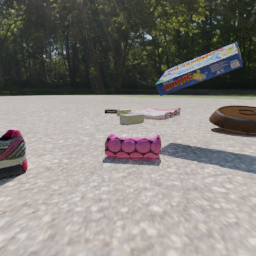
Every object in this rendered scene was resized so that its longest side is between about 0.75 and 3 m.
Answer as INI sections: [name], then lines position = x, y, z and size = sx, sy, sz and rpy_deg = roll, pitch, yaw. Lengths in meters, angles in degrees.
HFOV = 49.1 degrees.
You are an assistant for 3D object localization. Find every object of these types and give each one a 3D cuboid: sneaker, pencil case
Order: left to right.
[sneaker]
position = -2.987, 0.560, 5.086
size = 0.929, 0.861, 2.305
rpy_deg = 7, 12, 38
[pencil case]
position = 0.130, 0.417, 6.927
size = 1.380, 0.626, 0.647
rpy_deg = 3, 43, 8

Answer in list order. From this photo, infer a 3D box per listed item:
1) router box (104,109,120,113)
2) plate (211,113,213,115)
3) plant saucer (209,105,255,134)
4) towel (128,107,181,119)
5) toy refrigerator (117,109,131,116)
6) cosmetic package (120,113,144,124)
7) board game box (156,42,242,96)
[router box]
position = -1.000, -1.083, 17.899
size = 0.864, 0.226, 0.679
rpy_deg = 2, 9, 11
[plate]
position = 5.719, -0.642, 14.521
size = 2.430, 0.393, 2.425
rpy_deg = 1, 9, 6
[plant saucer]
position = 4.647, -0.428, 10.993
size = 2.820, 0.486, 2.820
rpy_deg = 1, 17, 0
[towel]
position = 1.581, -0.903, 16.041
size = 2.179, 0.445, 2.977
rpy_deg = 4, 10, 28
[toy refrigerator]
position = -0.219, -0.905, 16.397
size = 0.886, 0.336, 0.310
rpy_deg = -7, 11, -42
[cosmetic package]
position = 0.189, -0.448, 13.195
size = 1.100, 0.402, 0.569
rpy_deg = -9, 12, -42
[board game box]
position = 2.278, -1.900, 8.982
size = 2.550, 0.439, 1.726
rpy_deg = -18, 18, 26
